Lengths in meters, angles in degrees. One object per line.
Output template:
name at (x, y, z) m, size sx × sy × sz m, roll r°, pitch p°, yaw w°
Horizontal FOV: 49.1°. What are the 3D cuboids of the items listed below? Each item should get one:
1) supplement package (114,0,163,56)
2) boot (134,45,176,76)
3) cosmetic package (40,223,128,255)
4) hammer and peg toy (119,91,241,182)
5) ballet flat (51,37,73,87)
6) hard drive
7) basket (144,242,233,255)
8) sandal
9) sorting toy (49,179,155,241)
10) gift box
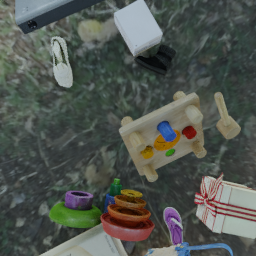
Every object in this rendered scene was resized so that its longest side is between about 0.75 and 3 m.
supplement package at (0.302, -3.029, 8.483) m, size 0.974 × 0.693 × 1.250 m, roll -29°, pitch 88°, yaw -1°
boot at (0.828, -2.189, 8.564) m, size 1.126 × 0.424 × 0.842 m, roll 22°, pitch 94°, yaw -9°
cosmetic package at (-1.498, 4.018, 7.961) m, size 2.869 × 1.049 × 1.485 m, roll -28°, pitch 87°, yaw 0°
hammer and peg toy at (1.208, 0.019, 6.502) m, size 2.628 × 1.933 × 0.927 m, roll -26°, pitch 48°, yaw -2°
ballet flat at (-2.082, -2.023, 8.527) m, size 0.575 × 0.575 × 1.603 m, roll -12°, pitch 88°, yaw -1°
hard drive at (-1.016, -2.617, 5.094) m, size 2.117 × 0.348 × 1.477 m, roll -21°, pitch 53°, yaw 6°
basket at (1.651, 4.269, 7.537) m, size 2.484 × 1.728 × 2.190 m, roll -9°, pitch 87°, yaw 14°
sandal at (1.415, 2.966, 8.383) m, size 0.487 × 0.294 × 1.198 m, roll -17°, pitch 87°, yaw -1°
sorting toy at (-0.634, 2.066, 7.708) m, size 2.944 × 1.769 × 1.208 m, roll 8°, pitch 88°, yaw 19°
gift box at (2.757, 2.063, 7.920) m, size 1.442 × 1.425 × 1.545 m, roll 12°, pitch 85°, yaw -7°
